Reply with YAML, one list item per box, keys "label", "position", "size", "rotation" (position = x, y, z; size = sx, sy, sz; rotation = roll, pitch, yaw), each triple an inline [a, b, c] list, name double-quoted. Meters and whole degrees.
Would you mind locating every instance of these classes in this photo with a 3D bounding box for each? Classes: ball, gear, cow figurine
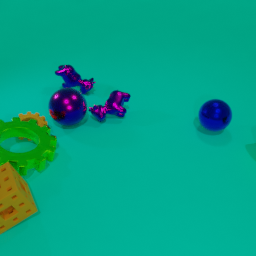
- label: "ball"
  position: [2.626, -0.385, 8.457]
  size: [0.988, 0.988, 0.988]
  rotation: [0, 38, 0]
- label: "gear"
  position: [-2.929, 0.437, 7.531]
  size: [1.941, 0.359, 1.941]
  rotation: [12, 36, -9]
- label: "gear"
  position: [-3.044, -0.070, 8.649]
  size: [1.057, 0.195, 1.057]
  rotation: [6, 45, -6]
- label: "cow figurine"
  position: [-1.893, -1.807, 10.267]
  size: [1.243, 1.263, 0.693]
  rotation: [-1, 47, 25]
- label: "cow figurine"
  position: [-0.611, -0.752, 9.132]
  size: [1.203, 0.671, 1.223]
  rotation: [17, 73, -6]
- label: "ball"
  position: [-1.879, -0.662, 8.767]
  size: [1.198, 1.198, 1.198]
  rotation: [0, 38, 0]

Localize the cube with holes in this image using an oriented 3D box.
- label: "cube with holes"
  position: [-2.660, 1.494, 6.001]
  size: [0.892, 0.892, 0.892]
  rotation: [-31, 46, -13]
